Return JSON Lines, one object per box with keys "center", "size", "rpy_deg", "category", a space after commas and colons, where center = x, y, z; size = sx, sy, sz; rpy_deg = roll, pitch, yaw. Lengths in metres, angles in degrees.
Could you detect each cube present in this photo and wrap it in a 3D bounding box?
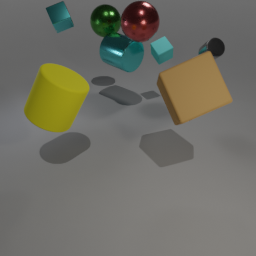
{"center": [1.704, -0.991, 7.567], "size": [1.400, 1.400, 1.400], "rpy_deg": [-24, -2, 2], "category": "cube"}
{"center": [1.416, -3.233, 11.718], "size": [0.700, 0.700, 0.700], "rpy_deg": [-28, 68, -4], "category": "cube"}
{"center": [-2.478, -4.045, 10.250], "size": [0.700, 0.700, 0.700], "rpy_deg": [-24, -7, -3], "category": "cube"}

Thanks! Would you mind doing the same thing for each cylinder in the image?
{"center": [3.012, -2.801, 10.121], "size": [0.700, 0.700, 0.700], "rpy_deg": [-7, -3, -11], "category": "cylinder"}
{"center": [-0.265, -3.259, 12.031], "size": [1.400, 1.400, 1.400], "rpy_deg": [30, 41, 33], "category": "cylinder"}
{"center": [-1.981, -0.832, 7.778], "size": [1.400, 1.400, 1.400], "rpy_deg": [25, 26, -13], "category": "cylinder"}

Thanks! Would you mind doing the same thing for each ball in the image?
{"center": [0.433, -3.804, 10.060], "size": [1.400, 1.400, 1.400], "rpy_deg": [0, 30, 0], "category": "ball"}
{"center": [-0.995, -4.777, 12.539], "size": [1.400, 1.400, 1.400], "rpy_deg": [0, 30, 0], "category": "ball"}
